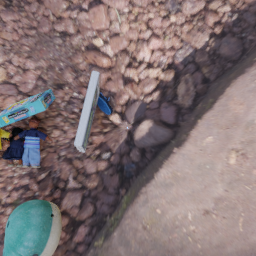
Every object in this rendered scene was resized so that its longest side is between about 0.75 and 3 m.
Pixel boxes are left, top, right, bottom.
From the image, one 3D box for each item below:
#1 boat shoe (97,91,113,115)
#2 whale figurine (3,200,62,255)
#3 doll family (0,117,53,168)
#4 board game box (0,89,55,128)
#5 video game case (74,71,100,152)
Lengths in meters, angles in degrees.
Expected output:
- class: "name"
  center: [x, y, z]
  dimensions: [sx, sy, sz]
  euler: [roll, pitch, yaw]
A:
- class: "boat shoe"
  center: [-0.742, -0.853, 8.339]
  dimensions: [0.343, 0.420, 0.998]
  euler: [-30, 81, -41]
- class: "whale figurine"
  center: [-2.775, 2.877, 7.312]
  dimensions: [1.240, 1.902, 2.391]
  euler: [30, 118, -35]
- class: "doll family"
  center: [-3.365, 0.373, 7.860]
  dimensions: [2.441, 0.958, 1.411]
  euler: [5, 81, -12]
- class: "board game box"
  center: [-2.844, -0.578, 7.846]
  dimensions: [1.395, 1.053, 0.327]
  euler: [-20, 112, 9]
- class: "video game case"
  center: [-1.011, -0.330, 7.195]
  dimensions: [0.213, 1.654, 1.820]
  euler: [13, 79, -3]
